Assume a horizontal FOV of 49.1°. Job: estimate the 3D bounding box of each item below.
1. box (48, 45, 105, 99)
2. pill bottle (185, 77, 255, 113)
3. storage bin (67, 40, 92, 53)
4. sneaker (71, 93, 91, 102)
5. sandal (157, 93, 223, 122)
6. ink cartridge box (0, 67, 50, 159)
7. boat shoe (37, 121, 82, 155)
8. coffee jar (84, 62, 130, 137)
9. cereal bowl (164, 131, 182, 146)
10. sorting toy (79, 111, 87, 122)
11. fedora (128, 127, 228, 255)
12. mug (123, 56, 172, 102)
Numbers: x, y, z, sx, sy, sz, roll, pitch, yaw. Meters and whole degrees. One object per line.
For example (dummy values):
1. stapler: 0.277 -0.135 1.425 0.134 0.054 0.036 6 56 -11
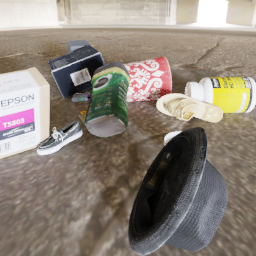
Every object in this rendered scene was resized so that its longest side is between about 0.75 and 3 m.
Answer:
1. box: -2.488 -2.862 13.847 2.428 1.505 2.387 -24 31 -8
2. pill bottle: 3.701 -1.338 11.385 2.563 1.441 1.441 -1 25 -3
3. storage bin: -2.908 -3.934 16.256 2.139 1.974 2.939 -7 25 -14
4. sneaker: -2.074 -1.379 12.735 1.031 0.384 0.451 -20 37 -37
5. sandal: 2.261 -0.694 10.612 2.573 0.944 0.846 13 21 15
6. ink cartridge box: -3.706 -0.262 7.930 2.808 2.313 1.055 -20 51 -33
7. boat shoe: -2.171 0.277 8.850 1.604 0.548 0.592 -28 34 -28
8. coffee jar: -0.655 -1.069 9.782 1.384 1.132 2.654 -17 50 27
9. cereal bowl: 1.675 0.575 8.443 1.216 0.506 1.216 -1 26 0
10. sorting toy: -1.452 -0.357 10.800 0.768 0.186 1.365 -7 26 -24
11. fedora: 1.120 1.336 5.488 1.248 2.734 2.734 31 25 -8
12. mug: 0.262 -1.889 12.744 2.894 2.569 1.931 -9 63 -8
